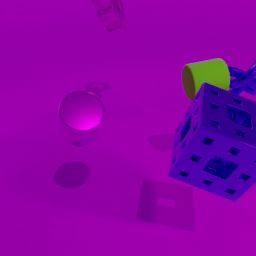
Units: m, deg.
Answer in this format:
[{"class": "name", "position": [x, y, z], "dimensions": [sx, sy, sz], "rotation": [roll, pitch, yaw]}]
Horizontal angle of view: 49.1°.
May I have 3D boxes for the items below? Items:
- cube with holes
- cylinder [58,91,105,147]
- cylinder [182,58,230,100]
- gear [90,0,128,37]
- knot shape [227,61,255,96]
[{"class": "cube with holes", "position": [1.242, 0.183, 3.808], "dimensions": [0.984, 0.984, 0.984], "rotation": [21, 43, -1]}, {"class": "cylinder", "position": [-0.785, -0.139, 4.733], "dimensions": [0.731, 0.731, 0.731], "rotation": [4, 67, -8]}, {"class": "cylinder", "position": [1.550, -0.982, 5.661], "dimensions": [0.725, 0.725, 0.725], "rotation": [-12, 30, -6]}, {"class": "gear", "position": [-0.504, -3.008, 6.156], "dimensions": [0.352, 1.906, 1.906], "rotation": [-16, 26, 14]}, {"class": "knot shape", "position": [2.613, -1.110, 6.412], "dimensions": [1.366, 1.278, 0.631], "rotation": [1, 69, -16]}]
